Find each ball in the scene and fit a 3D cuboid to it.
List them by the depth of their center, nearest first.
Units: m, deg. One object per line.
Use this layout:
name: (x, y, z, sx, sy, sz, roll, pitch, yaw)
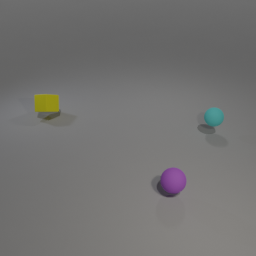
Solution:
ball: (1.231, 1.424, 7.604, 0.700, 0.700, 0.700, 0, 30, 0)
ball: (3.146, -0.401, 10.247, 0.700, 0.700, 0.700, 0, 30, 0)

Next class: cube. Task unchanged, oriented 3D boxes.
cube: (-3.331, -1.010, 11.492, 0.700, 0.700, 0.700, 2, 4, 31)
